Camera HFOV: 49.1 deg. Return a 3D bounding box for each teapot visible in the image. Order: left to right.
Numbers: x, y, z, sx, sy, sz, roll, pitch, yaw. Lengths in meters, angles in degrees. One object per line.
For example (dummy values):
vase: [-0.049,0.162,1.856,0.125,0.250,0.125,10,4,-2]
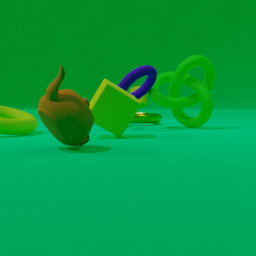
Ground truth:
teapot: [-0.863,-0.228,4.080,0.867,1.394,0.683,29,59,37]

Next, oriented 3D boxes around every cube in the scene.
cube: [-0.327,-0.433,5.812,0.810,0.810,0.810,30,10,-15]

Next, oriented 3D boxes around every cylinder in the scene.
cylinder: [0.510,-1.481,13.608,0.823,0.823,0.823,-3,-17,-1]

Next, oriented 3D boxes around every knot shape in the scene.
knot shape: [1.733,-0.939,8.198,2.066,1.934,0.955,-22,-4,9]

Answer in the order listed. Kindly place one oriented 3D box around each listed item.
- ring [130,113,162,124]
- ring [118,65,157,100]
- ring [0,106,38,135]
ring: [0.327,-0.358,10.246,1.822,0.364,1.822,0,2,0]
ring: [0.232,-1.155,7.572,1.327,0.265,1.327,-32,-21,-14]
ring: [-2.953,-0.216,6.396,1.723,0.345,1.723,13,9,-2]
